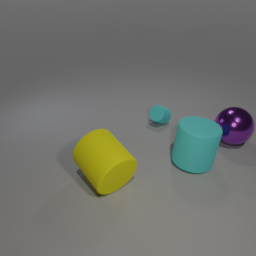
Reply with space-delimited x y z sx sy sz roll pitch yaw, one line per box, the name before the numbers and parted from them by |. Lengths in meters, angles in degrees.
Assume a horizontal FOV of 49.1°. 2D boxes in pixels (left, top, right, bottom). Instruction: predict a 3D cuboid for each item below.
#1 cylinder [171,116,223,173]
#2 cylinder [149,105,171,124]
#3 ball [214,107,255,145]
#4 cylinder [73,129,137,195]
cylinder | 2.241 0.530 9.246 1.400 1.400 1.400 5 29 -3
cylinder | 1.348 -0.563 11.705 0.700 0.700 0.700 22 5 33
ball | 3.883 -0.080 10.293 1.400 1.400 1.400 0 30 0
cylinder | -0.688 0.974 8.254 1.400 1.400 1.400 -22 52 -33
